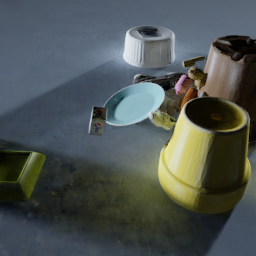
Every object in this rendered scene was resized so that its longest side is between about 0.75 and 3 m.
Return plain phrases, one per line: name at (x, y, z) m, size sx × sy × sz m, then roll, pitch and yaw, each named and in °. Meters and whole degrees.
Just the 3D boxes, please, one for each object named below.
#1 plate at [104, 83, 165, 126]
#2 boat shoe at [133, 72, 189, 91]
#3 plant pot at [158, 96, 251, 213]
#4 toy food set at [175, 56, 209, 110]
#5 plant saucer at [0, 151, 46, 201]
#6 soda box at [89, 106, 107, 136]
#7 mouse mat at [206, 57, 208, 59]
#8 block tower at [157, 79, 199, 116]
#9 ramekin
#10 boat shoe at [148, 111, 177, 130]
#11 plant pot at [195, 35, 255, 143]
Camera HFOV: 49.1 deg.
plate at (0.204, -0.842, 10.429) m, size 2.466 × 0.315 × 2.466 m, roll -15°, pitch 39°, yaw 13°
boat shoe at (1.430, -1.830, 11.840) m, size 2.470 × 0.826 × 0.704 m, roll 0°, pitch 52°, yaw 8°
plant pot at (2.120, 0.553, 7.449) m, size 2.472 × 2.326 × 2.472 m, roll 1°, pitch 38°, yaw -1°
toy food set at (1.898, -1.001, 8.282) m, size 1.333 × 2.097 × 0.330 m, roll -22°, pitch 24°, yaw -34°
plant saucer at (-3.511, 1.239, 8.097) m, size 1.786 × 0.428 × 1.789 m, roll 2°, pitch 38°, yaw 2°
soda box at (-0.907, -0.183, 8.379) m, size 0.437 × 1.281 × 0.406 m, roll 7°, pitch 66°, yaw -8°
mouse mat at (5.130, -3.317, 13.474) m, size 2.274 × 0.086 × 1.830 m, roll 24°, pitch 42°, yaw 30°
block tower at (2.270, -1.316, 11.170) m, size 2.593 × 0.749 × 0.700 m, roll -30°, pitch 47°, yaw -30°
ramekin at (1.119, -4.271, 14.460) m, size 2.734 × 1.333 × 2.734 m, roll 0°, pitch 38°, yaw 0°
boat shoe at (1.116, -0.303, 8.938) m, size 1.401 × 0.434 × 0.504 m, roll 19°, pitch 40°, yaw -56°
plant pot at (3.704, -1.438, 9.605) m, size 2.861 × 2.832 × 2.861 m, roll 0°, pitch 39°, yaw 0°
